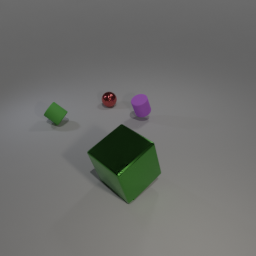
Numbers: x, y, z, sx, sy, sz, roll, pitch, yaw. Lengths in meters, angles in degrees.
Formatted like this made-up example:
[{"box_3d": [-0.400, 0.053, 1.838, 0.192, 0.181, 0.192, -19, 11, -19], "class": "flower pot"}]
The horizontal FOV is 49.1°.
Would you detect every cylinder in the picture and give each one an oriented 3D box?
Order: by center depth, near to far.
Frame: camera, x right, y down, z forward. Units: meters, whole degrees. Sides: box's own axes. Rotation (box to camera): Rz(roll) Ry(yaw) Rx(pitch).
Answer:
[{"box_3d": [-2.946, -0.590, 11.427, 0.700, 0.700, 0.700, 36, 33, -10], "class": "cylinder"}, {"box_3d": [0.546, -0.926, 11.597, 0.700, 0.700, 0.700, -12, 45, 12], "class": "cylinder"}]

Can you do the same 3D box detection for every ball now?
[{"box_3d": [-0.858, -1.312, 12.805, 0.700, 0.700, 0.700, 0, 33, 0], "class": "ball"}]

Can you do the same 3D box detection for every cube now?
[{"box_3d": [-0.074, 1.016, 8.177, 1.400, 1.400, 1.400, -40, 47, -22], "class": "cube"}]
